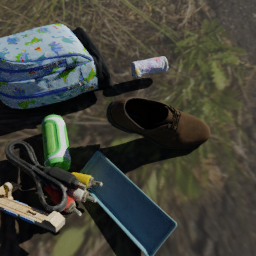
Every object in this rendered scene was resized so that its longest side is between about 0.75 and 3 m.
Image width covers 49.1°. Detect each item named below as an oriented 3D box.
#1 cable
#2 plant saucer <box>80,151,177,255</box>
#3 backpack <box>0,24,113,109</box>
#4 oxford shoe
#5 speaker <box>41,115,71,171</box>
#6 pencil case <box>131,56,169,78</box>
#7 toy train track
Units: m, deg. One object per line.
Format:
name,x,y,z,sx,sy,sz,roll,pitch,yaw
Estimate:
cable,-1.889,1.138,6.212,2.520,0.634,1.224,20,44,20
plant saucer,-0.109,1.523,5.977,2.464,0.234,0.861,38,90,32
backpack,-2.302,-1.721,7.829,2.989,2.298,2.439,-28,55,-7
oxford shoe,0.913,-0.076,6.618,2.711,1.144,0.985,11,81,-19
speaker,-1.790,0.379,6.914,0.648,0.648,1.465,-12,52,-9
pencil case,0.651,-1.843,8.466,1.116,0.464,0.506,-15,52,-13
toy train track,-2.377,1.459,5.652,2.465,0.401,1.414,13,22,21
